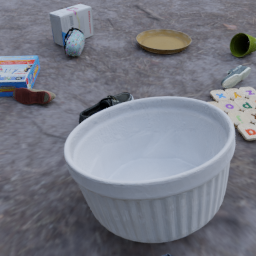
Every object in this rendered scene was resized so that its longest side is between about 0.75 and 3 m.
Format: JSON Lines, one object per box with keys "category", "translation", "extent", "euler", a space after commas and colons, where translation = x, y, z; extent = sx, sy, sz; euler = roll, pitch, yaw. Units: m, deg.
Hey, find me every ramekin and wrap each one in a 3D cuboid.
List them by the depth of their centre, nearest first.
{"category": "ramekin", "translation": [0.392, 0.623, 4.802], "extent": [2.688, 1.411, 2.688], "euler": [-8, 28, 4]}

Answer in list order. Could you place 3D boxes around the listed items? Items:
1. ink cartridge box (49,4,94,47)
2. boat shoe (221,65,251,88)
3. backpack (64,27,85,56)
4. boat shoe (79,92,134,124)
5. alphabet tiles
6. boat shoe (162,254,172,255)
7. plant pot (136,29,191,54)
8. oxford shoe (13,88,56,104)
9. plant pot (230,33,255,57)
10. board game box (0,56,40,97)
{"category": "ink cartridge box", "translation": [-2.242, -4.200, 11.402], "extent": [0.710, 1.212, 1.677], "euler": [28, 46, 31]}
{"category": "boat shoe", "translation": [3.267, -1.615, 8.690], "extent": [1.294, 0.471, 0.400], "euler": [-29, 53, -25]}
{"category": "backpack", "translation": [-1.980, -3.133, 10.417], "extent": [0.664, 0.876, 1.050], "euler": [8, 45, 4]}
{"category": "boat shoe", "translation": [-0.502, -0.509, 7.281], "extent": [0.678, 0.559, 1.976], "euler": [24, 45, 28]}
{"category": "alphabet tiles", "translation": [3.250, -0.447, 7.525], "extent": [2.291, 0.167, 2.241], "euler": [-7, 38, -9]}
{"category": "boat shoe", "translation": [0.892, 2.432, 3.366], "extent": [0.642, 0.823, 1.813], "euler": [-26, 45, -29]}
{"category": "plant pot", "translation": [1.416, -3.449, 11.208], "extent": [2.174, 0.299, 2.174], "euler": [0, 39, 0]}
{"category": "oxford shoe", "translation": [-2.675, -0.903, 8.006], "extent": [1.262, 0.444, 0.472], "euler": [10, 13, 15]}
{"category": "plant pot", "translation": [4.405, -3.089, 10.423], "extent": [0.821, 0.853, 0.853], "euler": [-11, 38, -32]}
{"category": "board game box", "translation": [-3.849, -1.653, 8.767], "extent": [1.814, 0.507, 1.777], "euler": [-2, 38, -2]}
